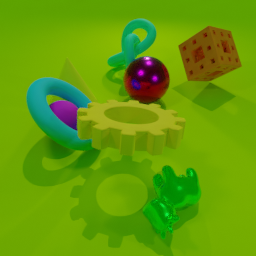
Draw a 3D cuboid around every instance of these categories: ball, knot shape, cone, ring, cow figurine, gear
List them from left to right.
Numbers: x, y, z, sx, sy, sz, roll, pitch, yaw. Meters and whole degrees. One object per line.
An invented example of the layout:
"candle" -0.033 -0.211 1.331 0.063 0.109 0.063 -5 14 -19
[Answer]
"ball" -1.543 -0.199 6.577 0.895 0.895 0.895 0 37 0
"ring" -1.355 -0.340 6.352 1.996 0.399 1.996 37 27 -23
"cone" -1.578 -1.251 7.655 1.431 1.436 1.431 0 36 0
"gear" 0.051 -0.084 5.264 1.974 0.365 1.974 4 21 -2
"knot shape" 0.097 -2.494 9.105 0.914 1.977 1.850 28 34 -19
"ball" 0.520 -1.348 7.887 1.316 1.316 1.316 0 37 0
"cow figurine" 0.835 1.291 4.968 1.241 0.681 1.221 8 50 -25

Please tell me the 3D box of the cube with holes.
"cube with holes" 2.466 -2.186 8.480 1.169 1.169 1.169 -7 -11 -39
